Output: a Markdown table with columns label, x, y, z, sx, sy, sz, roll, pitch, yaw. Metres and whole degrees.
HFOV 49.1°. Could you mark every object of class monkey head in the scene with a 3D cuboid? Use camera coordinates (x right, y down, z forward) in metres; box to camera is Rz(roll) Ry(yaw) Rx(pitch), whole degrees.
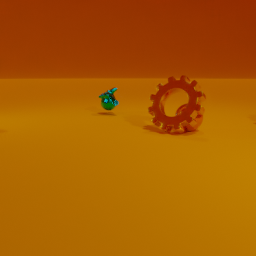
| label | x | y | z | sx | sy | sz | roll | pitch | yaw |
| --- | --- | --- | --- | --- | --- | --- | --- | --- | --- |
| monkey head | -0.637 | -1.062 | 10.417 | 0.840 | 0.704 | 1.168 | -37 | 14 | -21 |

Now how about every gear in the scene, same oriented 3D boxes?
| label | x | y | z | sx | sy | sz | roll | pitch | yaw |
| --- | --- | --- | --- | --- | --- | --- | --- | --- | --- |
| gear | 1.225 | -0.611 | 7.171 | 1.475 | 1.475 | 0.273 | 8 | -13 | 35 |

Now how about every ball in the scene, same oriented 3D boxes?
| label | x | y | z | sx | sy | sz | roll | pitch | yaw |
| --- | --- | --- | --- | --- | --- | --- | --- | --- | --- |
| ball | 1.611 | -0.283 | 7.413 | 0.741 | 0.741 | 0.741 | 0 | 11 | 0 |
